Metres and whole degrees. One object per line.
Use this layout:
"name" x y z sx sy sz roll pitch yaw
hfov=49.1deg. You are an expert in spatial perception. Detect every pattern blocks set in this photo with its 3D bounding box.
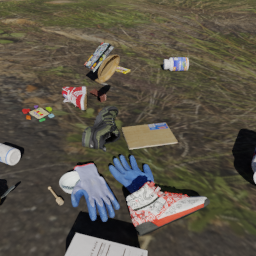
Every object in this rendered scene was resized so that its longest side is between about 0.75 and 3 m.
"pattern blocks set" -4.010 -0.663 12.623 1.229 0.113 1.398 -22 39 -29

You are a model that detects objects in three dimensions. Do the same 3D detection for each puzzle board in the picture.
"puzzle board" 0.824 0.305 11.137 1.910 0.166 1.439 -6 33 -10

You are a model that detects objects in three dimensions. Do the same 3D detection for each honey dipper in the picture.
"honey dipper" -2.227 2.046 8.534 0.165 0.165 0.868 -24 36 -31

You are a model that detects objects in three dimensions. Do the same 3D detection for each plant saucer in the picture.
"plant saucer" -0.693 -2.050 9.493 0.193 1.092 1.092 37 44 12

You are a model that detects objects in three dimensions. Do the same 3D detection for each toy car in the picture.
"toy car" -4.070 1.945 7.795 1.394 1.339 1.698 5 21 26

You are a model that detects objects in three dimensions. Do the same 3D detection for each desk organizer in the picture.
"desk organizer" -1.495 -1.599 13.855 0.348 0.324 0.904 -31 44 -34

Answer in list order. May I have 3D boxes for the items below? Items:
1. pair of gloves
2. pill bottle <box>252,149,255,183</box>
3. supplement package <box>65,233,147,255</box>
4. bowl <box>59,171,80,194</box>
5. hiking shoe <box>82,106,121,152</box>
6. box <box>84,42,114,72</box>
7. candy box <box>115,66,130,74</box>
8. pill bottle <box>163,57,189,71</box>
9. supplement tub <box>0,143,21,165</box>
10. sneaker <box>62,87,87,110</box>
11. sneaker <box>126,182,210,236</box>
"pair of gloves" -0.393 1.705 8.500 2.860 0.326 2.299 -5 35 -26
"pill bottle" 4.734 1.011 9.091 1.224 1.224 2.197 17 37 24
"supplement package" -0.511 3.155 6.046 1.678 1.017 1.005 9 35 13
"bowl" -1.696 1.764 8.733 0.831 0.373 0.831 0 34 0
"hiking shoe" -0.784 0.065 11.013 1.231 0.926 2.445 22 46 12
"box" -1.450 -3.477 13.631 1.519 0.303 1.040 -52 32 -1
"candy box" -0.387 -3.511 16.908 0.966 0.128 0.494 23 37 30
"pill bottle" 2.854 -3.814 16.770 1.411 0.791 0.791 -3 34 -3
"supplement tub" -4.301 0.908 9.820 0.910 0.601 0.601 14 36 21
"sneaker" -2.526 -1.395 13.143 1.194 0.756 2.124 -1 26 -8
"sneaker" 1.086 1.962 7.735 2.282 0.762 1.223 -16 65 -19
